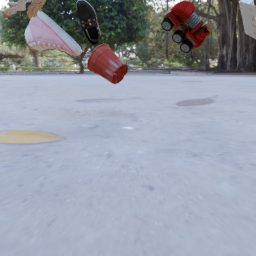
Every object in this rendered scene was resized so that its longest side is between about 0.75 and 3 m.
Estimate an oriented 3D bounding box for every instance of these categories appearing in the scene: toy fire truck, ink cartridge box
[{"bbox_3d":[2.338,-3.745,9.995,1.943,1.710,1.250,-19,31,55],"label":"toy fire truck"},{"bbox_3d":[3.944,-3.400,8.732,0.330,1.116,1.394,-20,28,10],"label":"ink cartridge box"}]

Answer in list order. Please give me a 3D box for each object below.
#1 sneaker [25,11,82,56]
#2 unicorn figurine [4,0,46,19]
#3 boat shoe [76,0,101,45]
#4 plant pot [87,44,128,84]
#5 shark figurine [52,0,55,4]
[{"bbox_3d":[-2.579,-2.860,9.389,2.248,1.175,0.846,43,9,15],"label":"sneaker"},{"bbox_3d":[-2.710,-3.137,5.989,1.511,0.812,2.200,-19,-5,38],"label":"unicorn figurine"},{"bbox_3d":[-1.028,-2.775,7.418,0.443,1.211,0.379,-11,47,11],"label":"boat shoe"},{"bbox_3d":[-0.671,-2.228,10.090,1.124,1.155,1.155,40,30,18],"label":"plant pot"},{"bbox_3d":[-2.274,-4.198,8.529,0.995,0.695,1.665,-15,33,10],"label":"shark figurine"}]
